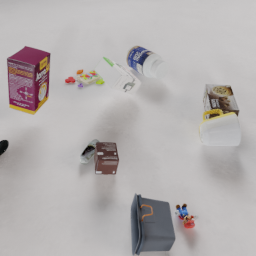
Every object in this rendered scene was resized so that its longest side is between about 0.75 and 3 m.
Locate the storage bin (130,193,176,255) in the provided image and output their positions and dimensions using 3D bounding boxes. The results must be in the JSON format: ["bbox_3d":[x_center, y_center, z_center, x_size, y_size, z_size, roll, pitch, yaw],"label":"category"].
[{"bbox_3d":[0.669,2.562,7.592,1.021,1.106,1.520,6,37,-9],"label":"storage bin"}]

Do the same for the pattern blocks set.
[{"bbox_3d":[-2.042,-2.774,15.020,1.972,0.182,2.244,20,42,24],"label":"pattern blocks set"}]

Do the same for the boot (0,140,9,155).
[{"bbox_3d":[-5.115,0.774,10.250,0.998,0.454,1.188,14,46,11],"label":"boot"}]

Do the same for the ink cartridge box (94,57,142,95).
[{"bbox_3d":[-0.427,-2.344,12.816,1.376,0.795,1.891,47,19,23],"label":"ink cartridge box"}]

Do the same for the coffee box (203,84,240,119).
[{"bbox_3d":[4.013,-1.046,12.269,1.183,0.835,2.092,4,38,6],"label":"coffee box"}]

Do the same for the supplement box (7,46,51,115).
[{"bbox_3d":[-3.883,-1.876,11.085,1.131,2.192,1.435,16,36,3],"label":"supplement box"}]

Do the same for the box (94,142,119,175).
[{"bbox_3d":[-0.750,1.033,9.573,0.725,0.717,0.873,3,40,-15],"label":"box"}]

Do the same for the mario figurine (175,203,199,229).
[{"bbox_3d":[1.689,2.491,8.053,0.520,0.446,0.842,-37,32,8],"label":"mario figurine"}]

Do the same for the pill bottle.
[{"bbox_3d":[1.018,-3.487,15.010,1.294,1.294,2.331,-26,45,-29],"label":"pill bottle"}]

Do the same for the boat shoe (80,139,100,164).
[{"bbox_3d":[-1.384,0.797,10.268,0.463,0.403,1.255,15,40,19],"label":"boat shoe"}]

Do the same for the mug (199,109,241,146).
[{"bbox_3d":[3.390,0.084,10.703,1.303,1.271,1.587,-9,17,3],"label":"mug"}]
